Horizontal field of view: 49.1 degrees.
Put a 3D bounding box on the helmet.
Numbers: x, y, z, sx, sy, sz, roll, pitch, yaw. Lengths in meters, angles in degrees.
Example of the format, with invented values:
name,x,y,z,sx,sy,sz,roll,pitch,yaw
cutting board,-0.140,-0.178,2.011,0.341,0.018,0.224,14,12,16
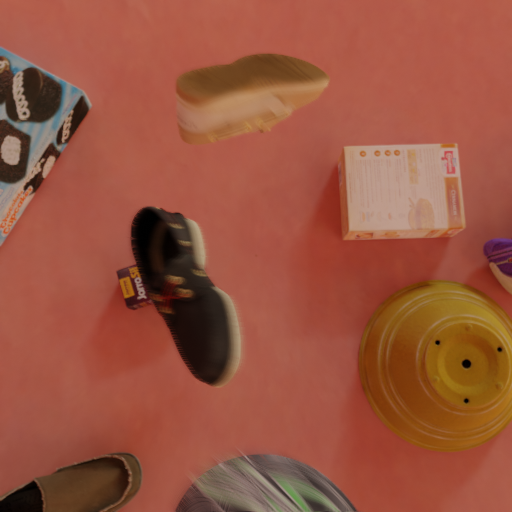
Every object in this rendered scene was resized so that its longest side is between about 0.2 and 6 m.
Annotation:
name,x,y,z,sx,sy,sz,roll,pitch,yaw
helmet,0.144,3.314,6.039,2.337,2.337,2.228,-27,93,-5

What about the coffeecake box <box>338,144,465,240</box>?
name,x,y,z,sx,sy,sz,roll,pitch,yaw
coffeecake box,2.481,-1.095,9.728,1.968,0.719,1.510,-1,80,0

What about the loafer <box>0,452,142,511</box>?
name,x,y,z,sx,sy,sz,roll,pitch,yaw
loafer,-3.012,3.793,8.684,2.538,0.884,0.955,-21,72,-4

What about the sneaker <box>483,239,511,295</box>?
name,x,y,z,sx,sy,sz,roll,pitch,yaw
sneaker,5.365,-0.739,9.389,3.431,1.383,1.431,-35,76,-6

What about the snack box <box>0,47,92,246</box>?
name,x,y,z,sx,sy,sz,roll,pitch,yaw
snack box,-4.755,-1.823,9.900,2.043,0.652,3.517,28,81,5

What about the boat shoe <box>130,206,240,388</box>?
name,x,y,z,sx,sy,sz,roll,pitch,yaw
boat shoe,-0.882,0.414,6.423,0.886,0.759,2.422,-43,51,24

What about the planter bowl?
name,x,y,z,sx,sy,sz,roll,pitch,yaw
planter bowl,3.185,1.733,8.974,2.880,1.199,2.880,0,80,-1

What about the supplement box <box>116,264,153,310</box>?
name,x,y,z,sx,sy,sz,roll,pitch,yaw
supplement box,-1.668,0.406,9.550,1.226,0.525,0.676,-19,80,-3

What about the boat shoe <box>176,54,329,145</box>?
name,x,y,z,sx,sy,sz,roll,pitch,yaw
boat shoe,-0.058,-2.137,7.716,2.583,0.894,0.952,-22,54,-36
